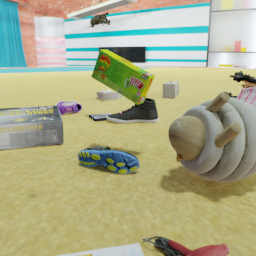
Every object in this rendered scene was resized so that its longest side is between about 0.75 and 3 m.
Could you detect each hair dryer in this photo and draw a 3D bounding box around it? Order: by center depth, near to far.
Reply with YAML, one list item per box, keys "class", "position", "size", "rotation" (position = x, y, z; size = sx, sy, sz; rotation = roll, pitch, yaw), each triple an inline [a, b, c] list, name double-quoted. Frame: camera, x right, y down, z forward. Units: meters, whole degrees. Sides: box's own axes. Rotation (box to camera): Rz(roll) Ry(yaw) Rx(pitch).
- class: "hair dryer"
  position: [0.638, 1.347, 3.088]
  size: [0.964, 0.262, 0.734]
  rotation: [2, 14, 4]

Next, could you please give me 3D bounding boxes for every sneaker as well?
- class: "sneaker"
  position: [-0.366, 0.560, 5.583]
  size: [1.328, 0.471, 0.550]
  rotation: [5, 22, 28]
- class: "sneaker"
  position: [0.149, -0.627, 9.247]
  size: [1.737, 0.861, 0.614]
  rotation: [-2, 17, -1]
- class: "sneaker"
  position: [-2.193, -0.747, 10.491]
  size: [0.549, 0.500, 1.242]
  rotation: [18, 21, 29]

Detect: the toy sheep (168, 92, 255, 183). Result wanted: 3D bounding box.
- class: "toy sheep"
  position: [1.744, 0.199, 4.918]
  size: [2.374, 1.636, 1.636]
  rotation: [10, 11, -23]

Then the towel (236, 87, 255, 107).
- class: "towel"
  position: [3.714, -0.808, 8.863]
  size: [0.258, 1.261, 1.723]
  rotation: [35, -1, -8]

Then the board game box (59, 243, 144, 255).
- class: "board game box"
  position: [-0.677, 1.563, 2.120]
  size: [1.945, 0.333, 1.308]
  rotation: [-4, 15, -13]

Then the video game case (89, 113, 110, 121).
- class: "video game case"
  position: [-0.883, -0.383, 9.798]
  size: [0.790, 0.101, 0.714]
  rotation: [-7, 17, -24]

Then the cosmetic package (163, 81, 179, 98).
- class: "cosmetic package"
  position: [2.251, -2.008, 14.589]
  size: [0.640, 0.758, 1.466]
  rotation: [3, 14, 17]

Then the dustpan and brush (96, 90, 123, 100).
- class: "dustpan and brush"
  position: [-1.055, -1.652, 13.623]
  size: [1.345, 0.552, 1.928]
  rotation: [2, 15, 9]

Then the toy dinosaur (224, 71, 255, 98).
- class: "toy dinosaur"
  position: [4.906, -1.418, 10.707]
  size: [1.982, 1.492, 2.920]
  rotation: [24, -12, 39]

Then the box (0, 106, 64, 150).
- class: "box"
  position: [-3.154, -0.048, 7.490]
  size: [2.673, 0.646, 2.117]
  rotation: [-5, 15, -16]

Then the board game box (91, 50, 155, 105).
- class: "board game box"
  position: [-0.131, -1.118, 6.067]
  size: [1.294, 0.657, 0.308]
  rotation: [33, 27, 18]

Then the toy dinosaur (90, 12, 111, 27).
- class: "toy dinosaur"
  position: [-0.958, -3.518, 9.088]
  size: [1.153, 0.444, 0.590]
  rotation: [12, 25, 38]
